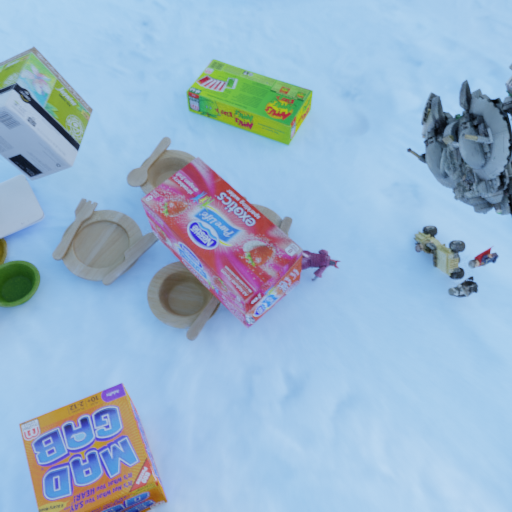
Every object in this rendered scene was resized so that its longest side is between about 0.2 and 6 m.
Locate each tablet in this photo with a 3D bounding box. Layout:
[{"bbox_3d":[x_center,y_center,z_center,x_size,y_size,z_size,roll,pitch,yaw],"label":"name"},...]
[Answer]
[{"bbox_3d":[-4.384,-0.561,8.689,1.954,0.133,1.271,-27,52,-17],"label":"tablet"}]

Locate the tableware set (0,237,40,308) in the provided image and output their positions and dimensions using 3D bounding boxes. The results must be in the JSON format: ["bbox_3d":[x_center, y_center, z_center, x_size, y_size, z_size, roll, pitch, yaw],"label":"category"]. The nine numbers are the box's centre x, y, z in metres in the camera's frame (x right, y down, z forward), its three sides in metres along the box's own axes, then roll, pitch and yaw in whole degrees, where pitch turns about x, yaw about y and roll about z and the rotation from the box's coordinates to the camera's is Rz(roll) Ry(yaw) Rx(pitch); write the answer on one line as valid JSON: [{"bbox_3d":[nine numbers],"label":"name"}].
[{"bbox_3d":[-4.775,0.182,8.099,3.193,0.490,2.151,32,62,20],"label":"tableware set"}]

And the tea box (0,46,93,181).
[{"bbox_3d":[-3.269,-2.049,8.194,0.869,1.301,1.279,-13,53,24],"label":"tea box"}]

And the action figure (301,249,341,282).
[{"bbox_3d":[0.829,0.033,8.080,0.788,0.586,0.528,4,64,13],"label":"action figure"}]

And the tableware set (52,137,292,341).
[{"bbox_3d":[-1.188,-0.296,8.362,3.179,0.369,2.656,32,63,14],"label":"tableware set"}]

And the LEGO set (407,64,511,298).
[{"bbox_3d":[2.510,-0.839,6.910,1.019,3.596,2.335,-14,34,-13],"label":"LEGO set"}]

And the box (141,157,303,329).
[{"bbox_3d":[-0.454,-0.191,7.572,1.048,1.004,2.103,-40,68,-17],"label":"box"}]

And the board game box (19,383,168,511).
[{"bbox_3d":[-1.779,2.339,6.274,1.158,1.158,1.159,-20,59,-14],"label":"board game box"}]

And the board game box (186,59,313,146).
[{"bbox_3d":[-0.115,-2.776,10.039,2.011,0.479,1.022,22,59,14],"label":"board game box"}]
